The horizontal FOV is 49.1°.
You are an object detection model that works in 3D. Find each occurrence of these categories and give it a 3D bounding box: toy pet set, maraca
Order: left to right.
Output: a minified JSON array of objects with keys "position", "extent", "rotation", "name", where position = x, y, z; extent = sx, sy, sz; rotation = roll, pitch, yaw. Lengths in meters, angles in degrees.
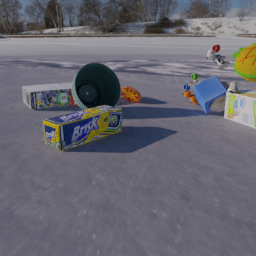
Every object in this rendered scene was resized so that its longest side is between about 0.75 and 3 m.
[{"position":[2.742,-1.633,10.571],"extent":[1.279,2.409,2.250],"rotation":[-2,53,-29],"name":"toy pet set"},{"position":[3.655,-1.967,8.026],"extent":[1.255,0.979,1.830],"rotation":[-14,37,16],"name":"maraca"}]

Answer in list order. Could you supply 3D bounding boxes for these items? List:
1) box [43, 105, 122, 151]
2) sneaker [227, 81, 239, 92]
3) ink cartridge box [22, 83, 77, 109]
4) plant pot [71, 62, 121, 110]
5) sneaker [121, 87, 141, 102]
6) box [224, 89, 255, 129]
[{"position":[-1.177,-0.072,7.761],"extent":[0.776,0.712,2.214],"rotation":[15,24,40],"name":"box"},{"position":[3.473,-1.361,9.276],"extent":[0.290,0.313,0.773],"rotation":[5,19,29],"name":"sneaker"},{"position":[-2.805,-1.434,11.915],"extent":[2.968,0.747,1.617],"rotation":[-9,20,-29],"name":"ink cartridge box"},{"position":[-1.335,-1.380,10.446],"extent":[1.821,1.821,1.220],"rotation":[-12,0,-32],"name":"plant pot"},{"position":[0.097,-1.565,12.465],"extent":[0.699,0.661,1.811],"rotation":[-6,20,-31],"name":"sneaker"},{"position":[4.057,-0.611,8.966],"extent":[0.877,0.973,1.730],"rotation":[-11,21,-23],"name":"box"}]
